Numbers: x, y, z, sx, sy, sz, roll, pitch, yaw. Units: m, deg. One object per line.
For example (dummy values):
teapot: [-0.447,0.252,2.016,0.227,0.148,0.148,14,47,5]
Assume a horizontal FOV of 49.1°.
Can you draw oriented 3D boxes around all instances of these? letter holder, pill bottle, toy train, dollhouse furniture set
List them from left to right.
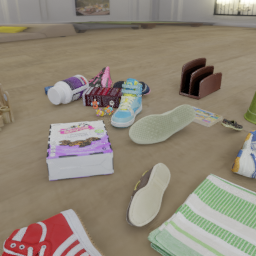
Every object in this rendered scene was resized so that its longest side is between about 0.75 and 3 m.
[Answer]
dollhouse furniture set: [-5.455,-0.735,10.663,1.708,1.463,1.796,24,35,39]
pill bottle: [-2.808,-1.769,13.175,1.062,1.062,1.906,15,30,27]
toy train: [-1.064,-0.847,11.683,0.954,0.717,0.265,-3,7,0]
letter holder: [3.774,-2.611,14.221,1.153,1.629,2.292,23,34,37]

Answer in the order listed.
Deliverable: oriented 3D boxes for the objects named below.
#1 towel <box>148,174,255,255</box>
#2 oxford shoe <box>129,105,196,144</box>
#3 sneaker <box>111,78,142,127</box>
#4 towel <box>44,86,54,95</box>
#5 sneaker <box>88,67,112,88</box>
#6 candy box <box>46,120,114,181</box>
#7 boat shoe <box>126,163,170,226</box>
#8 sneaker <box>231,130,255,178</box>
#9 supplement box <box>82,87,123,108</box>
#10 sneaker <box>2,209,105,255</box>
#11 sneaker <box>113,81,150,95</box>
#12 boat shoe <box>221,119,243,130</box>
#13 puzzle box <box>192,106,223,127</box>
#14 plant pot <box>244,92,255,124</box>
towel: [2.127,2.145,6.188,2.234,0.343,2.929,21,34,35]
oxford shoe: [1.245,-0.071,10.201,2.775,1.043,0.801,-23,-9,-25]
sneaker: [-0.064,-1.106,11.289,0.957,1.571,2.407,8,28,14]
towel: [-3.595,-1.973,14.418,1.321,0.321,0.738,-11,28,-18]
sneaker: [-1.549,-2.534,14.967,1.275,1.056,2.674,-9,25,7]
candy box: [-1.523,0.598,8.755,1.840,0.785,2.194,-5,27,-10]
boat shoe: [0.440,1.648,6.893,0.585,0.706,1.964,-36,11,42]
sneaker: [3.842,0.842,8.487,0.916,0.782,2.077,23,42,23]
supplement box: [-0.982,-1.434,12.998,1.999,0.609,1.088,4,29,10]
sneaker: [-1.223,2.496,4.759,1.555,0.985,2.764,-10,21,-28]
sneaker: [0.181,-1.936,14.180,2.051,0.719,0.841,10,-6,35]
boat shoe: [3.908,-0.142,10.395,0.938,0.304,0.343,9,23,-22]
puzzle box: [2.975,-0.497,11.610,1.015,0.194,1.525,-23,35,-37]
plant pot: [5.571,-1.002,11.280,1.473,1.399,1.473,0,26,0]
